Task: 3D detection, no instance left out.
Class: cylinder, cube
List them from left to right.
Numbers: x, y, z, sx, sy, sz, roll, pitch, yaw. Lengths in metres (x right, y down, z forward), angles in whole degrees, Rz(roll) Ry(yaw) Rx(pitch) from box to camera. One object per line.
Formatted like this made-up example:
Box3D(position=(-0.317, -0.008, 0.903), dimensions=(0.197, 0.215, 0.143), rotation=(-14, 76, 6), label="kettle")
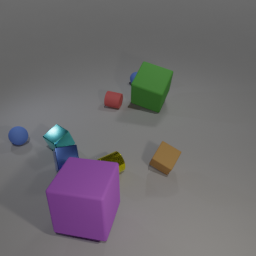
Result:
Box3D(position=(-2.452, 0.427, 9.992), dimensions=(0.700, 0.700, 0.700), rotation=(27, 60, 34), label="cube")
Box3D(position=(-2.006, 0.983, 9.087), dimensions=(0.700, 0.700, 0.700), rotation=(-8, -11, -22), label="cube")
Box3D(position=(-1.052, 1.754, 7.122), dimensions=(1.400, 1.400, 1.400), rotation=(5, 30, 11), label="cube")
Box3D(position=(-0.554, 1.191, 9.042), dimensions=(0.700, 0.700, 0.700), rotation=(-22, 39, -27), label="cylinder")
Box3D(position=(-0.656, -1.298, 12.846), dimensions=(0.700, 0.700, 0.700), rotation=(13, 35, 10), label="cylinder")
Box3D(position=(1.028, -1.789, 12.310), dimensions=(1.400, 1.400, 1.400), rotation=(21, 63, 11), label="cube")
Box3D(position=(1.185, 0.969, 8.993), dimensions=(0.700, 0.700, 0.700), rotation=(31, 69, 8), label="cube")

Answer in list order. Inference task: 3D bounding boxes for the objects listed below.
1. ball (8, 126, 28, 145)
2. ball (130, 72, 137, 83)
Box3D(position=(-4.091, 0.284, 10.450), dimensions=(0.700, 0.700, 0.700), rotation=(0, 33, 0), label="ball")
Box3D(position=(0.451, -2.633, 14.924), dimensions=(0.700, 0.700, 0.700), rotation=(0, 33, 0), label="ball")
